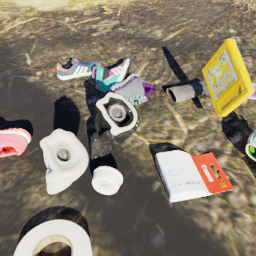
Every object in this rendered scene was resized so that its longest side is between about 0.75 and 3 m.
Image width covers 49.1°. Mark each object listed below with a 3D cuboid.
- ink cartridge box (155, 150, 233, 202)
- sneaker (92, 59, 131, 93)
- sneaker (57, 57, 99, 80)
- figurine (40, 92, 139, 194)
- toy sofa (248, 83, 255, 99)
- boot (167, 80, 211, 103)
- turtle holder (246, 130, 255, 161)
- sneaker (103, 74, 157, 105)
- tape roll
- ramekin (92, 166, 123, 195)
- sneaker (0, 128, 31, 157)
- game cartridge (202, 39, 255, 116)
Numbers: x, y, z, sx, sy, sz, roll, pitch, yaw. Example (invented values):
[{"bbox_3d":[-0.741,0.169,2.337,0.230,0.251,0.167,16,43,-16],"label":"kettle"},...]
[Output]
[{"bbox_3d":[2.049,1.364,8.782,2.032,0.480,1.627,-9,42,-8],"label":"ink cartridge box"},{"bbox_3d":[-0.826,-2.473,12.766,1.547,1.071,2.562,17,45,5],"label":"sneaker"},{"bbox_3d":[-2.368,-3.002,13.421,2.126,0.898,0.797,-22,46,-24],"label":"sneaker"},{"bbox_3d":[-1.210,0.687,7.857,2.827,2.759,1.217,-39,80,-27],"label":"figurine"},{"bbox_3d":[5.587,-1.584,12.109,1.224,0.507,0.597,13,42,15],"label":"toy sofa"},{"bbox_3d":[2.874,-1.452,11.804,1.977,0.718,1.798,-10,28,-22],"label":"boot"},{"bbox_3d":[4.589,0.715,9.042,1.136,1.215,1.599,-22,62,-19],"label":"turtle holder"},{"bbox_3d":[0.064,-1.269,11.369,1.281,1.089,2.928,25,47,19],"label":"sneaker"},{"bbox_3d":[-1.813,3.161,6.848,1.892,0.346,1.892,0,41,0],"label":"tape roll"},{"bbox_3d":[-0.632,1.569,8.184,0.915,0.915,0.426,9,43,10],"label":"ramekin"},{"bbox_3d":[-4.538,0.513,9.478,2.285,0.842,0.991,-1,42,-2],"label":"sneaker"},{"bbox_3d":[3.362,-1.661,9.714,0.341,1.855,2.105,-2,65,-17],"label":"game cartridge"}]
